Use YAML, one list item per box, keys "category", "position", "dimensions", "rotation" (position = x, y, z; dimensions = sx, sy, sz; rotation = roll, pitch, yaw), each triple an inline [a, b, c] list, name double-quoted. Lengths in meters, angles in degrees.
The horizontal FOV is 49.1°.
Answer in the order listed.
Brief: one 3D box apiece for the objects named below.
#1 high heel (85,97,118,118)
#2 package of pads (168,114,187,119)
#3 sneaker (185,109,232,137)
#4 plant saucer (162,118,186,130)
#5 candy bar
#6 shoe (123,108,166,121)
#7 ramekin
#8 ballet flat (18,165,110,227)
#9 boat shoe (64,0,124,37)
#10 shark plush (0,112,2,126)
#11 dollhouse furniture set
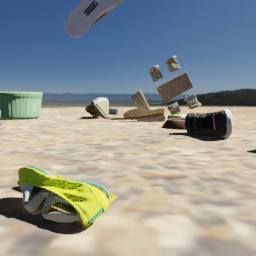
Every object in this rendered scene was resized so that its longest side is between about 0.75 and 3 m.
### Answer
- category: "high heel"
  position: [-1.726, -0.974, 13.589]
  dimensions: [1.792, 0.898, 2.514]
  rotation: [5, -6, 20]
- category: "package of pads"
  position: [2.019, -0.343, 10.397]
  dimensions: [0.895, 0.305, 0.691]
  rotation: [-5, 6, -35]
- category: "sneaker"
  position: [1.791, -0.089, 6.449]
  dimensions: [0.863, 0.615, 1.740]
  rotation: [-2, 0, 2]
- category: "plant saucer"
  position: [1.881, -0.151, 8.571]
  dimensions: [1.657, 0.285, 1.657]
  rotation: [0, 5, 0]
- category: "candy bar"
  position: [-0.564, 0.505, 2.356]
  dimensions: [1.062, 0.118, 0.265]
  rotation: [5, 20, 39]
- category: "shoe"
  position: [0.661, -0.453, 11.204]
  dimensions: [1.763, 0.471, 0.616]
  rotation: [-2, 37, 18]
- category: "ramekin"
  position: [-5.186, -1.033, 12.899]
  dimensions: [2.429, 1.187, 2.429]
  rotation: [0, 5, 0]
- category: "ballet flat"
  position: [-0.551, 0.480, 1.980]
  dimensions: [0.918, 0.307, 0.308]
  rotation: [6, 46, 34]
- category: "boat shoe"
  position: [-0.575, -2.348, 5.307]
  dimensions: [0.575, 1.603, 0.543]
  rotation: [43, 7, -22]
- category: "shark plush"
  position: [-4.713, -0.340, 8.928]
  dimensions: [0.622, 0.570, 1.368]
  rotation: [5, 7, 40]
- category: "dollhouse furniture set"
  position: [1.617, -1.582, 12.742]
  dimensions: [2.757, 2.532, 1.794]
  rotation: [-28, 3, 3]
